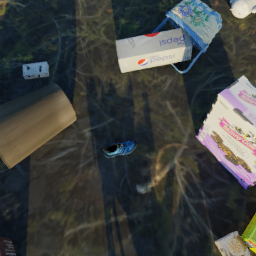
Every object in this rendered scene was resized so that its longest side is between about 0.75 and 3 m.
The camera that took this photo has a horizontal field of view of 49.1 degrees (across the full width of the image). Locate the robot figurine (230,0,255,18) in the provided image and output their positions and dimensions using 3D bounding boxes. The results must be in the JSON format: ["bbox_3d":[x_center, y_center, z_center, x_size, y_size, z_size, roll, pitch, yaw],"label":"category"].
[{"bbox_3d":[5.225,-5.507,12.474,1.538,0.869,1.305,-41,57,-18],"label":"robot figurine"}]

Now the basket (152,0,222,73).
[{"bbox_3d":[2.276,-3.824,11.310,2.261,1.784,2.564,45,109,17],"label":"basket"}]

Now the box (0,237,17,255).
[{"bbox_3d":[-3.809,3.966,7.888,1.101,1.112,1.340,-25,67,-11],"label":"box"}]

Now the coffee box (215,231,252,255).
[{"bbox_3d":[3.233,3.802,8.316,0.690,0.481,1.207,-23,67,-10],"label":"coffee box"}]

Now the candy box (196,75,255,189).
[{"bbox_3d":[3.580,0.284,8.585,1.065,2.978,2.498,-35,69,-14],"label":"candy box"}]

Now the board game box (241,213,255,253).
[{"bbox_3d":[4.834,2.802,8.696,1.380,0.647,2.717,37,70,16],"label":"board game box"}]

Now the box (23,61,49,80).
[{"bbox_3d":[-3.708,-2.315,11.297,0.971,0.292,0.566,-10,65,-4],"label":"box"}]

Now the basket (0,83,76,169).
[{"bbox_3d":[-3.316,-0.256,9.530,2.702,1.838,2.436,-33,46,-20],"label":"basket"}]

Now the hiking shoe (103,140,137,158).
[{"bbox_3d":[-0.244,0.710,9.745,1.212,0.526,0.451,-21,67,-9],"label":"hiking shoe"}]

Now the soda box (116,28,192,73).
[{"bbox_3d":[1.013,-3.089,11.109,2.872,0.911,0.980,-9,66,4],"label":"soda box"}]
